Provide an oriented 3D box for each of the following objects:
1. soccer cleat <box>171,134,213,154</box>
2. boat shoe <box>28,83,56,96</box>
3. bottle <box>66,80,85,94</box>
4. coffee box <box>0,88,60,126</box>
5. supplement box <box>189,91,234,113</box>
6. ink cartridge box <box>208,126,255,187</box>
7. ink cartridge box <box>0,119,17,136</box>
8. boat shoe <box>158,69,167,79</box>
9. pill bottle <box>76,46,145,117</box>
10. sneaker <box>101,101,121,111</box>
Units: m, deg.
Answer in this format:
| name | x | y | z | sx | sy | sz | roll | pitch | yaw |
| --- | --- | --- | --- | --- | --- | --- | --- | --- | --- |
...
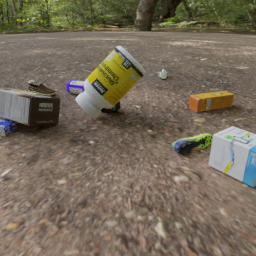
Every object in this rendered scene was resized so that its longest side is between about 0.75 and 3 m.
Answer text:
| name | x | y | z | sx | sy | sz | roll | pitch | yaw |
| --- | --- | --- | --- | --- | --- | --- | --- | --- | --- |
| soccer cleat | 2.277 | 0.467 | 9.834 | 1.673 | 0.541 | 0.700 | -14 | 25 | -27 |
| boat shoe | -4.799 | -2.156 | 15.483 | 1.686 | 0.624 | 0.623 | 7 | 25 | 14 |
| bottle | -2.322 | -2.180 | 15.443 | 2.145 | 0.700 | 0.896 | 10 | 25 | 22 |
| coffee box | -4.432 | -0.940 | 11.730 | 2.827 | 1.127 | 1.617 | 14 | 10 | 28 |
| supplement box | 4.037 | -1.298 | 13.520 | 2.135 | 0.734 | 0.710 | -11 | 27 | -20 |
| ink cartridge box | 3.412 | 0.796 | 8.383 | 1.114 | 1.109 | 1.518 | -18 | 30 | -36 |
| ink cartridge box | -5.438 | -0.070 | 11.198 | 1.682 | 0.372 | 0.791 | 6 | 26 | 11 |
| boat shoe | 2.300 | -3.552 | 18.977 | 0.436 | 0.514 | 1.412 | -37 | 15 | 31 |
| pill bottle | -0.809 | -1.899 | 11.976 | 2.950 | 1.652 | 1.652 | -45 | 27 | 8 |
| sneaker | -1.347 | -1.327 | 13.444 | 0.868 | 0.826 | 2.191 | -24 | 33 | -38 |
